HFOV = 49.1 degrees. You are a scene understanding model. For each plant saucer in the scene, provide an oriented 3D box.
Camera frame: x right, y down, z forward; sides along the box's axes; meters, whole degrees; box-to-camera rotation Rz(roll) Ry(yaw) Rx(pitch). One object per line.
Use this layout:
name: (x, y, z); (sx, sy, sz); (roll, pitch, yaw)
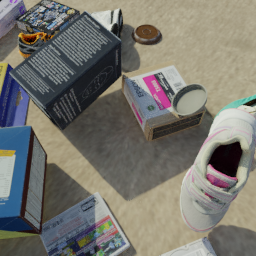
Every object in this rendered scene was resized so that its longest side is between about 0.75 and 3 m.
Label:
plant saucer: (0.715, -3.612, 10.687); (1.154, 0.185, 1.154); (1, 56, -1)

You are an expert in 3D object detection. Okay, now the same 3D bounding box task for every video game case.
video game case: (-1.048, 2.535, 6.512); (1.668, 0.192, 1.520); (-28, 60, -17)

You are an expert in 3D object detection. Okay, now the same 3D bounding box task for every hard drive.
hard drive: (1.384, 3.024, 6.163); (1.221, 0.231, 0.853); (-16, 58, -11)

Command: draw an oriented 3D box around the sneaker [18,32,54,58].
sneaker: (-2.864, -2.970, 9.883); (2.060, 0.795, 0.806); (-7, 54, -7)

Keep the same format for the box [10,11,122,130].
box: (-1.493, -1.465, 7.627); (1.367, 1.895, 2.553); (43, 77, 11)

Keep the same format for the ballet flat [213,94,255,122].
ballet flat: (3.567, -0.519, 8.097); (2.397, 0.843, 0.807); (-26, 104, -18)

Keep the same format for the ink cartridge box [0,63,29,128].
ink cartridge box: (-4.407, -1.006, 8.705); (2.487, 0.584, 2.458); (-5, 56, -1)

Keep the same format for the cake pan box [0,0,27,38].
cake pan box: (-5.715, -4.347, 10.876); (2.517, 0.715, 2.733); (22, 59, 11)

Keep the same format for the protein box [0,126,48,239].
protein box: (-3.144, 1.282, 6.424); (2.127, 1.445, 2.142); (-5, 55, -1)

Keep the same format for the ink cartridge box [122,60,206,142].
ink cartridge box: (0.998, -0.877, 8.438); (1.775, 0.809, 2.154); (-18, 60, -13)

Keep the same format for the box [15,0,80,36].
box: (-3.098, -4.274, 10.972); (1.782, 0.446, 1.796); (27, 60, 16)

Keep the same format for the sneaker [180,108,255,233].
sneaker: (1.683, 0.992, 5.558); (1.121, 2.754, 1.215); (19, 20, 17)

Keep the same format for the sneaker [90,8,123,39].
sneaker: (-1.020, -3.540, 10.342); (1.410, 0.925, 2.451); (0, 48, 11)

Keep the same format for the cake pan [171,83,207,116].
cake pan: (1.647, -0.726, 7.435); (1.015, 0.186, 1.015); (-22, 47, 26)
